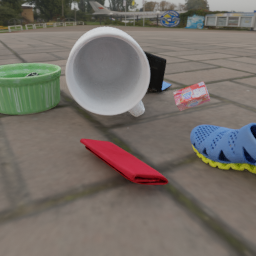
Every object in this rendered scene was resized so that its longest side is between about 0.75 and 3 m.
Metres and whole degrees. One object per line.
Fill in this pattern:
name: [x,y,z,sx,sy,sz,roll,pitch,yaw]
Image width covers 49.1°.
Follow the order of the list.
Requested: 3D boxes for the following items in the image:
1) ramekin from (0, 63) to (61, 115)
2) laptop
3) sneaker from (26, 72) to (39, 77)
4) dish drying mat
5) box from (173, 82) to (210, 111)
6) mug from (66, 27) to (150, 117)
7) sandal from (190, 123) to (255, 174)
ramekin: [-3.607,-1.411,9.781,2.590,1.265,2.590,0,23,0]
laptop: [0.568,-2.630,11.531,2.479,2.647,1.534,24,59,15]
sneaker: [-3.539,-1.373,9.518,0.545,0.530,1.369,11,58,47]
dish drying mat: [-0.187,0.650,5.868,0.880,0.208,2.291,8,9,-35]
box: [1.809,-0.890,7.961,0.906,0.429,0.465,-19,60,20]
mug: [-0.419,-1.595,8.523,2.204,2.985,2.617,-34,25,10]
sandal: [2.458,0.333,5.585,2.699,1.175,1.073,17,50,40]
